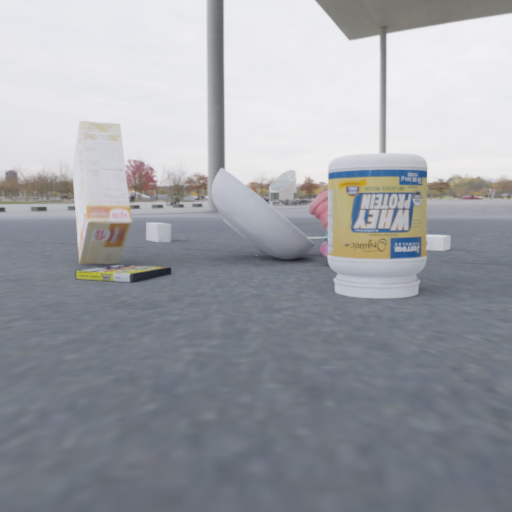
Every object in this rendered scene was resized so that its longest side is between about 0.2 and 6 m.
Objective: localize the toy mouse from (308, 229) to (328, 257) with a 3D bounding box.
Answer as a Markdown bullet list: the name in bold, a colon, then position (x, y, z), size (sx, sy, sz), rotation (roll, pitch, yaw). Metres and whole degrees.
- **toy mouse**: position (1.630, -0.253, 9.862), size (1.860, 0.405, 2.093), rotation (16, 20, 19)

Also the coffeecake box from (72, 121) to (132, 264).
- **coffeecake box**: position (-2.694, -1.054, 9.635), size (0.715, 1.958, 1.503), rotation (-1, -26, -24)

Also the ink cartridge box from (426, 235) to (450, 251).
- **ink cartridge box**: position (3.928, -0.311, 13.054), size (1.023, 0.345, 0.599), rotation (4, 6, 34)

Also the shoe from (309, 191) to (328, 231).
- **shoe**: position (1.992, -0.873, 12.302), size (0.917, 1.168, 2.568), rotation (-40, -12, 22)

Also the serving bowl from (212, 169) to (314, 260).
- **serving bowl**: position (-0.008, -0.648, 10.657), size (2.307, 0.759, 2.307), rotation (40, 3, -2)

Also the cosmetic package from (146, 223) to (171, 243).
- **cosmetic package**: position (-2.783, -0.667, 15.904), size (0.425, 0.539, 1.001), rotation (-1, 7, -30)

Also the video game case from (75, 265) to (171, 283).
- **video game case**: position (-1.912, 0.251, 8.163), size (0.948, 0.134, 1.049), rotation (2, 5, 22)

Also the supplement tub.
- **supplement tub**: position (1.439, -0.366, 6.699), size (1.173, 1.621, 1.173), rotation (-1, 5, 0)
